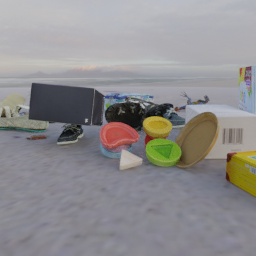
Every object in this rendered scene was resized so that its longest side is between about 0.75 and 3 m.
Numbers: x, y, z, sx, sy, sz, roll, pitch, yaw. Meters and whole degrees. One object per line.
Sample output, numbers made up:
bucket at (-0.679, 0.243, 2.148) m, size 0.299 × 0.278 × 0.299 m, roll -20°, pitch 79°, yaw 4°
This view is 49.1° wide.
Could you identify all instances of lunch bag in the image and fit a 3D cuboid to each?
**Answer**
lunch bag at (0.010, -1.430, 15.637) m, size 2.493 × 1.028 × 2.004 m, roll -5°, pitch 9°, yaw -32°

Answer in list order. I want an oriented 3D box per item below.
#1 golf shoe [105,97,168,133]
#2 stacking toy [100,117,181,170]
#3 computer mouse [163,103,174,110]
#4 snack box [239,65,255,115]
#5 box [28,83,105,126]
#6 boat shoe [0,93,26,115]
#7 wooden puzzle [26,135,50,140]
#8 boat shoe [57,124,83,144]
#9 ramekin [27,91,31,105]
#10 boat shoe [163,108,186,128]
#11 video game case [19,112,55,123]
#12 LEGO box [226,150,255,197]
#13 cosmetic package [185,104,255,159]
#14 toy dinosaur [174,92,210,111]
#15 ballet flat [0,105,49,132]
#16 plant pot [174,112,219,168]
golf shoe at (0.077, -0.491, 9.891) m, size 1.404 × 1.155 × 2.971 m, roll 25°, pitch 16°, yaw 38°
stacking toy at (0.296, 0.562, 6.774) m, size 1.895 × 0.801 × 1.716 m, roll -6°, pitch 38°, yaw -15°
computer mouse at (1.552, -0.855, 14.477) m, size 0.733 × 0.426 × 2.500 m, roll 20°, pitch 27°, yaw 39°
snack box at (3.891, -0.719, 8.349) m, size 0.905 × 2.255 × 2.674 m, roll -1°, pitch 11°, yaw 16°
box at (-1.644, -0.632, 7.989) m, size 1.712 × 1.055 × 1.698 m, roll 6°, pitch 2°, yaw 3°
boat shoe at (-5.583, -0.701, 12.305) m, size 1.017 × 0.871 × 2.781 m, roll 40°, pitch 26°, yaw -4°
wooden puzzle at (-2.877, 0.296, 8.949) m, size 0.760 × 0.053 × 0.451 m, roll -5°, pitch 12°, yaw -26°
boat shoe at (-1.727, 0.129, 8.552) m, size 0.624 × 0.516 × 1.667 m, roll 1°, pitch 10°, yaw 10°
ramekin at (-3.932, -1.220, 13.691) m, size 1.933 × 0.900 × 1.933 m, roll 0°, pitch -6°, yaw 0°
boat shoe at (1.532, -0.463, 11.209) m, size 0.829 × 0.703 × 2.276 m, roll -8°, pitch 13°, yaw -35°
video game case at (-4.050, -0.498, 12.611) m, size 2.044 × 0.261 × 1.847 m, roll 0°, pitch 11°, yaw 0°
LEGO box at (2.539, 0.821, 4.784) m, size 1.057 × 0.548 × 1.420 m, roll -3°, pitch 11°, yaw -14°
cosmetic package at (2.476, -0.017, 7.769) m, size 1.382 × 1.090 × 2.569 m, roll 0°, pitch 10°, yaw 3°
toy dinosaur at (3.579, -1.151, 15.513) m, size 1.832 × 2.019 × 1.060 m, roll -32°, pitch 11°, yaw 28°
ballet flat at (-4.233, -0.413, 10.386) m, size 2.940 × 0.917 × 0.991 m, roll 3°, pitch 11°, yaw 15°
plant pot at (1.500, 0.281, 6.187) m, size 0.193 × 1.406 × 1.406 m, roll 33°, pitch 1°, yaw -18°
